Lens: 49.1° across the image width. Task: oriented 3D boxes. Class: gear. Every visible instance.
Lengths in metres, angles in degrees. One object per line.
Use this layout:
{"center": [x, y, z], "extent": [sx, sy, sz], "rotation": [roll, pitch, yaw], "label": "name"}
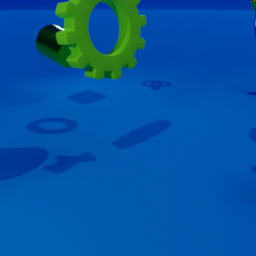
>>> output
{"center": [-0.443, -1.910, 5.395], "extent": [1.916, 1.916, 0.354], "rotation": [-21, 27, -37], "label": "gear"}

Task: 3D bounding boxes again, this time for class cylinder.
{"center": [-2.159, -2.590, 8.865], "extent": [1.060, 1.060, 1.060], "rotation": [31, 36, 22], "label": "cylinder"}

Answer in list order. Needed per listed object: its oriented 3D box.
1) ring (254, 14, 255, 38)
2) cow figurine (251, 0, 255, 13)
{"center": [3.247, -1.891, 5.043], "extent": [1.838, 1.838, 0.368], "rotation": [5, -4, 10], "label": "ring"}
{"center": [3.974, -3.666, 7.931], "extent": [0.887, 0.872, 0.487], "rotation": [23, 65, 24], "label": "cow figurine"}
